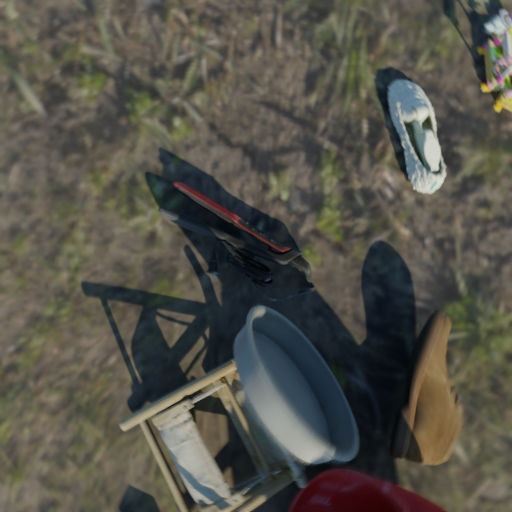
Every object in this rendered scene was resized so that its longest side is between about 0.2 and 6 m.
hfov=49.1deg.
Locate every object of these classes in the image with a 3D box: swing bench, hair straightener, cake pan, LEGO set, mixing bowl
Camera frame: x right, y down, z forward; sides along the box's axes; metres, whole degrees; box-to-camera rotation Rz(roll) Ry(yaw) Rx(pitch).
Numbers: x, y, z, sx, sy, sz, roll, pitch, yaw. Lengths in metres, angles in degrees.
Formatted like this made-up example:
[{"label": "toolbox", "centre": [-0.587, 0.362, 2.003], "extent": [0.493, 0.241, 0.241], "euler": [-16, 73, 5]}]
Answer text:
[{"label": "swing bench", "centre": [-0.592, 2.744, 8.086], "extent": [1.967, 1.276, 1.956], "euler": [-27, 82, -9]}, {"label": "hair straightener", "centre": [-0.346, -0.060, 8.888], "extent": [2.802, 0.573, 1.078], "euler": [31, 84, 0]}, {"label": "cake pan", "centre": [0.519, 1.796, 7.751], "extent": [0.440, 2.401, 2.401], "euler": [-38, 83, 16]}, {"label": "LEGO set", "centre": [4.373, -2.899, 9.044], "extent": [1.078, 0.873, 2.344], "euler": [-24, 83, -3]}, {"label": "mixing bowl", "centre": [1.901, 4.484, 7.140], "extent": [1.846, 3.407, 3.407], "euler": [9, 81, -30]}]

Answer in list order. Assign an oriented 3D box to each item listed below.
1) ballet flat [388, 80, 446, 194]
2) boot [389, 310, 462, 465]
[{"label": "ballet flat", "centre": [2.672, -2.017, 9.040], "extent": [0.718, 0.718, 2.001], "euler": [-13, 81, -2]}, {"label": "boot", "centre": [2.662, 1.959, 8.342], "extent": [0.860, 0.839, 2.278], "euler": [13, 90, 10]}]
